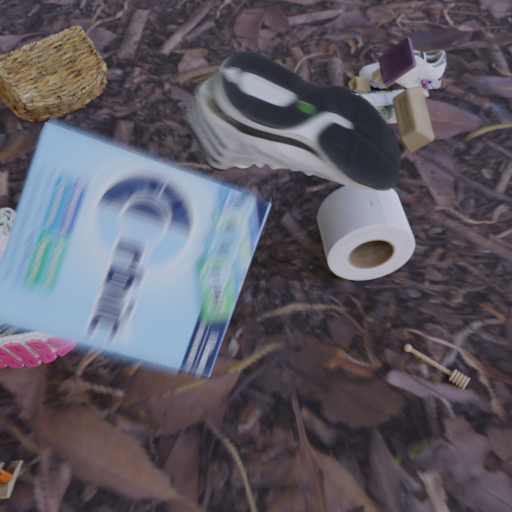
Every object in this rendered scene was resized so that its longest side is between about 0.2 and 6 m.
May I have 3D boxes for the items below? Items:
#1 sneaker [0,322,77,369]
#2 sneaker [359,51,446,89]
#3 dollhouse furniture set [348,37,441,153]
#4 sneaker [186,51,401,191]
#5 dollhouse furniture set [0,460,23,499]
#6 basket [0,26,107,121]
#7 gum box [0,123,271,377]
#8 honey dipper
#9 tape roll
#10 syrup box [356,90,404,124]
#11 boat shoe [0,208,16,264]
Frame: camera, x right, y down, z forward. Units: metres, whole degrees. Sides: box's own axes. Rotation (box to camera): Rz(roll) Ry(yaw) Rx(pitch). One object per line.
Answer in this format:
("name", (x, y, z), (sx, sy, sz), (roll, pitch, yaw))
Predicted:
("sneaker", (-4.250, 1.198, 9.153), (2.661, 0.981, 1.164), (-9, 58, -1))
("sneaker", (3.655, -4.736, 14.054), (2.110, 0.849, 0.806), (-3, 53, 0))
("dollhouse furniture set", (3.572, -3.338, 13.193), (1.731, 1.932, 2.439), (7, 67, -37))
("sneaker", (0.491, -1.755, 8.400), (3.313, 1.906, 1.250), (20, 73, -29))
("dollhouse furniture set", (-4.223, 2.712, 7.741), (1.484, 1.501, 0.773), (-16, 42, 28))
("basket", (-4.879, -4.147, 13.649), (2.312, 1.722, 1.650), (-35, 92, -25))
("gum box", (-1.492, -0.011, 6.758), (2.716, 0.605, 2.308), (19, 94, -15))
("honey dipper", (2.934, 1.783, 9.198), (1.128, 0.214, 0.214), (31, 57, 24))
("tape roll", (1.951, -0.426, 10.106), (1.561, 1.561, 1.072), (-5, 52, -4))
("syrup box", (2.925, -3.500, 13.230), (1.404, 0.553, 0.572), (-6, 51, -5))
("boat shoe", (-4.706, -0.421, 10.316), (2.847, 1.214, 1.052), (-17, 53, -14))
